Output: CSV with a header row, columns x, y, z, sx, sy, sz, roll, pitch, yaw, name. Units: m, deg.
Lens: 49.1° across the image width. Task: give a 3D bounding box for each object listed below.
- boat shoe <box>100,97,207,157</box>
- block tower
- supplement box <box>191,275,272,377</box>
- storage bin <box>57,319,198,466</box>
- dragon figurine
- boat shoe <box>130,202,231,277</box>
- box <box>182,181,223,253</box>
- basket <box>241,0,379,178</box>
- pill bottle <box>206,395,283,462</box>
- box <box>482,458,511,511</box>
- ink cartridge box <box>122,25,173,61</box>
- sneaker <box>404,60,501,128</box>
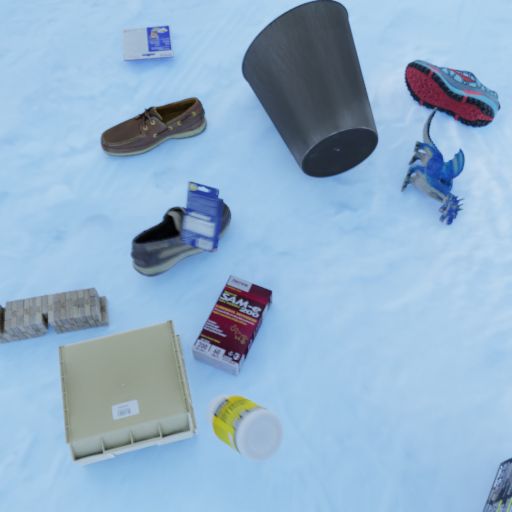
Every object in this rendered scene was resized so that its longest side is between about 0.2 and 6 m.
x,y,z,sx,sy,sz,roll,pitch,yaw,name
-2.275,-2.906,12.271,2.420,0.817,0.871,-20,61,-11,boat shoe
-3.765,1.076,10.051,2.108,0.609,0.569,-9,60,-6,block tower
-0.400,1.227,10.014,0.878,0.491,1.614,20,60,11,supplement box
-2.086,2.239,9.183,1.950,0.914,1.936,-12,61,-8,storage bin
3.840,-1.816,11.658,1.301,0.770,2.617,17,61,10,dragon figurine
-1.381,-0.473,10.647,0.845,0.832,2.268,33,57,32,boat shoe
-0.891,-0.664,9.363,0.665,1.099,0.178,19,22,28,box
1.274,-3.350,11.817,2.693,2.031,2.986,-32,64,29,basket
-0.230,2.508,8.371,0.735,1.307,0.735,-1,92,-30,pill bottle
3.565,3.800,7.722,0.500,1.810,2.259,28,63,15,box
-2.698,-5.231,13.980,1.229,0.292,1.244,-6,61,-5,ink cartridge box
4.507,-3.827,12.910,2.314,0.918,1.105,36,56,10,sneaker
